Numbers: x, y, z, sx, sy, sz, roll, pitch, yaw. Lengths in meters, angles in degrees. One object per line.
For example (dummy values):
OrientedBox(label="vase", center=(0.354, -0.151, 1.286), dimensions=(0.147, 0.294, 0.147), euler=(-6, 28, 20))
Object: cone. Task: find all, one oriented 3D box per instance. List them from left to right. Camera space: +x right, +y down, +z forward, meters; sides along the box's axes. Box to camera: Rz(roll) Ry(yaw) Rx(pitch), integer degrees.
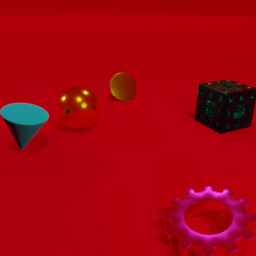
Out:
OrientedBox(label="cone", center=(-2.579, 0.112, 6.898), dimensions=(1.084, 1.088, 1.084), euler=(13, 27, -7))
OrientedBox(label="cone", center=(-0.379, -1.534, 11.251), dimensions=(1.109, 1.109, 1.113), euler=(-12, 0, -24))

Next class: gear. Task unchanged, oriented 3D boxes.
OrientedBox(label="gear", center=(1.278, 1.491, 4.440), dimensions=(1.399, 0.259, 1.399), euler=(-11, 26, 6))

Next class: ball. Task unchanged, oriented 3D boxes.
OrientedBox(label="ball", center=(-1.451, -0.588, 8.200), dimensions=(1.293, 1.293, 1.293), euler=(0, 24, 0))

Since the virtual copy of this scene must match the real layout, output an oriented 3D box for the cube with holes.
OrientedBox(label="cube with holes", center=(2.950, -0.699, 8.544), dimensions=(1.207, 1.207, 1.207), euler=(-11, 26, -23))
